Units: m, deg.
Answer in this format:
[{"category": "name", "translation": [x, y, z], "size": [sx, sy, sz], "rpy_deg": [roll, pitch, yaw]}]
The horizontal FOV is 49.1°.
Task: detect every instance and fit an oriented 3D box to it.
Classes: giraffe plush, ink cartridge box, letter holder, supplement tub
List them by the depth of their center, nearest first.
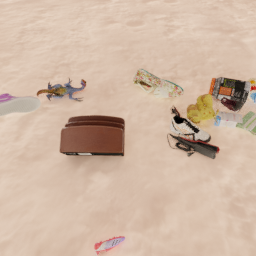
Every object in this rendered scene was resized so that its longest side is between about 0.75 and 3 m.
[{"category": "letter holder", "translation": [-1.198, 0.187, 9.957], "size": [2.156, 1.084, 1.532], "rpy_deg": [1, 79, 1]}, {"category": "giraffe plush", "translation": [2.832, -0.612, 11.304], "size": [1.137, 1.210, 1.402], "rpy_deg": [-13, 55, -15]}, {"category": "ink cartridge box", "translation": [4.147, -0.340, 11.617], "size": [1.064, 0.361, 0.612], "rpy_deg": [9, 42, 10]}, {"category": "supplement tub", "translation": [4.571, -1.732, 12.687], "size": [1.676, 1.027, 1.027], "rpy_deg": [14, 43, 15]}]

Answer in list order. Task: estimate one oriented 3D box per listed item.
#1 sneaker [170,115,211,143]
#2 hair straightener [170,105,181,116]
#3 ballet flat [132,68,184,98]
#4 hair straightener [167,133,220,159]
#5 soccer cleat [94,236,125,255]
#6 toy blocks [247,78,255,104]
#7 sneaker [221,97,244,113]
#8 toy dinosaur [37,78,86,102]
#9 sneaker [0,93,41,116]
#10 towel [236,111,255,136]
[{"category": "sneaker", "translation": [2.386, 0.068, 10.862], "size": [1.753, 0.701, 0.646], "rpy_deg": [26, 58, 26]}, {"category": "hair straightener", "translation": [2.022, -0.729, 12.201], "size": [0.326, 0.173, 0.847], "rpy_deg": [-5, 42, -6]}, {"category": "ballet flat", "translation": [1.313, -1.917, 13.152], "size": [2.815, 1.064, 0.900], "rpy_deg": [33, 81, 37]}, {"category": "hair straightener", "translation": [2.315, 0.682, 10.421], "size": [2.008, 0.411, 0.773], "rpy_deg": [23, 47, 24]}, {"category": "soccer cleat", "translation": [-0.492, 3.211, 7.711], "size": [0.889, 0.296, 0.340], "rpy_deg": [-9, 71, -17]}, {"category": "toy blocks", "translation": [6.194, -1.628, 12.917], "size": [1.326, 0.578, 1.591], "rpy_deg": [9, 42, 10]}, {"category": "sneaker", "translation": [4.150, -0.986, 11.406], "size": [0.722, 1.251, 0.473], "rpy_deg": [31, 90, -2]}, {"category": "toy dinosaur", "translation": [-2.916, -1.900, 13.053], "size": [2.030, 1.066, 1.842], "rpy_deg": [17, 24, 35]}, {"category": "sneaker", "translation": [-4.919, -1.228, 12.359], "size": [2.085, 0.756, 1.189], "rpy_deg": [-8, 39, -9]}, {"category": "towel", "translation": [5.477, -0.001, 11.372], "size": [1.764, 0.206, 1.346], "rpy_deg": [32, 50, 33]}]
